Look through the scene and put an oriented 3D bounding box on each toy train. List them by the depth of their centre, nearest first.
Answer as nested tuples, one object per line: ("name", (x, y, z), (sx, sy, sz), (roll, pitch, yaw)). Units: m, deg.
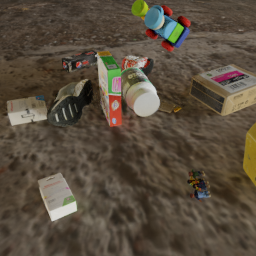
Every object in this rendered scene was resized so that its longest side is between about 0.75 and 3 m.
("toy train", (0.587, -3.221, 8.005), (1.330, 0.973, 2.298), (12, 30, -48))

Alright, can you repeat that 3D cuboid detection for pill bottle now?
("pill bottle", (0.384, -1.405, 10.766), (1.193, 1.193, 2.109), (-10, 37, -13))

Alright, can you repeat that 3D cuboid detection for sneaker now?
("sneaker", (-2.247, -0.909, 10.362), (1.156, 1.078, 2.916), (0, 29, 16))
("sneaker", (0.213, -2.675, 12.863), (1.299, 0.809, 2.423), (13, 35, 19))

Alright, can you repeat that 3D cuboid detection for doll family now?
("doll family", (1.848, 1.527, 7.481), (0.524, 0.356, 0.907), (-1, 39, -10))

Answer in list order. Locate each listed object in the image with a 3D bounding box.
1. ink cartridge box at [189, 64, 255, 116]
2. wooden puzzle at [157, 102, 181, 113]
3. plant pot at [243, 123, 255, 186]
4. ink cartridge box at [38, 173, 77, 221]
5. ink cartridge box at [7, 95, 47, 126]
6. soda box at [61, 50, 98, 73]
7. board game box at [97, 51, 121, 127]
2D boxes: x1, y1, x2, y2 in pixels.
("ink cartridge box", (4.046, -1.613, 11.296), (2.423, 0.910, 1.996), (-20, 42, -24))
("wooden puzzle", (1.453, -0.785, 10.847), (1.062, 0.124, 0.717), (22, 37, 27))
("plant pot", (4.373, 0.720, 7.023), (2.426, 2.372, 2.356), (-14, 37, -2))
("ink cartridge box", (-1.825, 1.721, 7.163), (0.671, 0.385, 1.145), (-18, 40, -23))
("ink cartridge box", (-3.679, -0.666, 10.293), (1.309, 0.552, 0.956), (-12, 38, -16))
("soda box", (-2.336, -3.328, 13.930), (1.820, 0.576, 0.644), (-26, 43, -31))
("board game box", (-0.664, -1.398, 9.938), (0.436, 2.161, 1.653), (-10, 38, -13))
